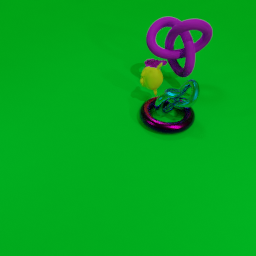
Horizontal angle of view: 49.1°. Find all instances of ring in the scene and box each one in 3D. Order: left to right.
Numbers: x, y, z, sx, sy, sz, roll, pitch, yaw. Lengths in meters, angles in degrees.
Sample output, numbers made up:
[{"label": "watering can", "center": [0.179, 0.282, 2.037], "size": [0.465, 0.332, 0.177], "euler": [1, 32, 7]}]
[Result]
[{"label": "ring", "center": [1.054, -0.385, 7.571], "size": [1.507, 0.301, 1.507], "euler": [1, 40, -1]}]

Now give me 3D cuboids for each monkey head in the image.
[{"label": "monkey head", "center": [0.697, -1.448, 7.883], "size": [0.608, 1.009, 0.726], "euler": [14, 39, 8]}, {"label": "monkey head", "center": [0.883, -1.869, 9.023], "size": [0.805, 0.674, 1.119], "euler": [3, 30, 24]}]

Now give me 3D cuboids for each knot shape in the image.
[{"label": "knot shape", "center": [1.248, -0.768, 7.459], "size": [1.212, 0.599, 1.296], "euler": [-28, 9, -8]}, {"label": "knot shape", "center": [1.527, -2.358, 8.341], "size": [1.878, 1.757, 0.868], "euler": [6, 35, 26]}]
